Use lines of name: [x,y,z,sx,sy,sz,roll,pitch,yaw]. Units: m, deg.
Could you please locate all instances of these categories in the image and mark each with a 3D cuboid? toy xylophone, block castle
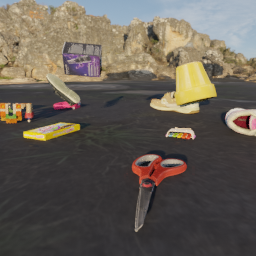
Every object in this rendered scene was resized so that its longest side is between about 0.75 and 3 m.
toy xylophone: [1.655,0.160,8.679,0.899,0.226,0.658,6,13,28]
block castle: [-4.590,-0.603,11.122,1.612,0.756,1.077,-1,7,-17]

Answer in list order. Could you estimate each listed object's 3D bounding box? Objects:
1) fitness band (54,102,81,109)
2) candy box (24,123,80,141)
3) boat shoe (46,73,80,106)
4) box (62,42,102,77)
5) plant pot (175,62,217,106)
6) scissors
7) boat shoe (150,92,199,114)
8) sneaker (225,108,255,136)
fitness band: [-3.251,-1.201,15.052,1.206,0.314,1.679,0,11,12]
candy box: [-2.406,0.088,9.036,0.869,0.225,1.701,3,12,26]
boat shoe: [-2.774,-1.530,11.581,0.551,1.660,0.620,-38,24,33]
box: [-1.271,-1.913,7.875,1.051,0.777,0.548,3,52,-2]
plant pot: [2.595,-1.792,11.274,1.595,1.500,1.595,-12,-2,0]
scissors: [0.270,0.987,4.994,1.078,0.205,2.947,8,15,23]
boat shoe: [2.309,-1.338,13.990,1.068,0.958,2.885,-11,16,-43]
sneaker: [4.195,-0.157,8.761,2.329,0.947,1.027,-3,10,30]
